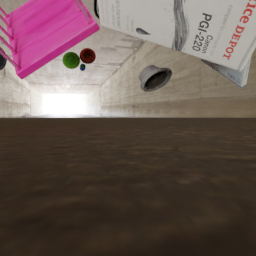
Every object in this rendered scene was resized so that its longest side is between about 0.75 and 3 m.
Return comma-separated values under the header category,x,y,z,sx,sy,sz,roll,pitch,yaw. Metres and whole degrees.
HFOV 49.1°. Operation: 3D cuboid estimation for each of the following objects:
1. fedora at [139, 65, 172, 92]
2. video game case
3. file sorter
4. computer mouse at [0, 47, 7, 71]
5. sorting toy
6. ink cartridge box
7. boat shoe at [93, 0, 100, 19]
category,x,y,z,sx,sy,sz,roll,pitch,yaw
fedora,0.850,-1.787,9.635,1.224,0.553,1.083,-21,-28,-25
video game case,3.214,-2.886,9.247,0.254,2.855,2.043,-34,54,-11
file sorter,-2.144,-2.775,5.772,1.880,2.706,1.697,-32,-40,4
computer mouse,-3.871,-2.216,7.488,1.150,1.660,0.438,-37,7,-16
sorting toy,-1.883,-2.614,10.955,1.317,0.791,0.541,-20,1,-12
ink cartridge box,0.999,-2.462,4.722,2.976,1.262,2.167,20,-24,10
boat shoe,-0.536,-3.291,6.638,0.502,1.372,0.430,13,29,7
